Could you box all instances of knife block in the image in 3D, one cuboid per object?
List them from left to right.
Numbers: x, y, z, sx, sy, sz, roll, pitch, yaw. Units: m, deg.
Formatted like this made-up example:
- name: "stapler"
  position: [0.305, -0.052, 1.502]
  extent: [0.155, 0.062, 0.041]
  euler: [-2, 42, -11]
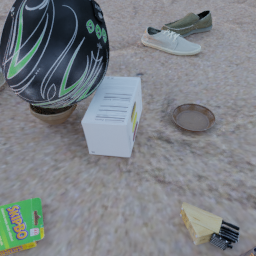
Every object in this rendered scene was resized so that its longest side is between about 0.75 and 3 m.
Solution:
- name: "knife block"
  position: [1.833, 2.100, 6.151]
  extent: [1.031, 0.376, 1.175]
  euler: [-11, 43, -13]

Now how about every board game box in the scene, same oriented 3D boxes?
- name: "board game box"
  position: [-2.984, 2.254, 6.027]
  extent: [2.290, 0.343, 1.094]
  euler: [-13, 44, -11]

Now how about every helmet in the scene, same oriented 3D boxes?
- name: "helmet"
  position: [-1.968, -1.945, 7.640]
  extent: [2.965, 2.965, 2.827]
  euler: [8, 86, 9]

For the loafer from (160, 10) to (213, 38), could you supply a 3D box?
- name: "loafer"
  position: [2.896, -5.199, 13.777]
  extent: [2.967, 1.033, 1.116]
  euler: [-20, 46, -21]

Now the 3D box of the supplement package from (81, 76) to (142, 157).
- name: "supplement package"
  position: [-0.360, -0.389, 8.218]
  extent: [1.222, 1.269, 2.231]
  euler: [4, 43, 11]

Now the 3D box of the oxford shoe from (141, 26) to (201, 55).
- name: "oxford shoe"
  position: [1.897, -3.922, 12.549]
  extent: [2.802, 0.809, 1.054]
  euler: [22, 43, 19]

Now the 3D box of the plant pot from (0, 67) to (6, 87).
- name: "plant pot"
  position: [-5.910, -2.209, 9.906]
  extent: [2.254, 2.111, 2.111]
  euler: [-9, 39, 17]

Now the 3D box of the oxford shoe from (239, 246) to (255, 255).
- name: "oxford shoe"
  position: [2.396, 2.615, 5.559]
  extent: [1.077, 0.393, 0.384]
  euler: [-23, 47, -24]

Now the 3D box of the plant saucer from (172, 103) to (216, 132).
- name: "plant saucer"
  position: [2.073, -0.289, 8.908]
  extent: [1.360, 0.249, 1.360]
  euler: [-1, 42, 1]

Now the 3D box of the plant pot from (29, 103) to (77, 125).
- name: "plant pot"
  position: [-2.279, -0.570, 8.719]
  extent: [1.439, 0.664, 1.439]
  euler: [-1, 40, 0]
